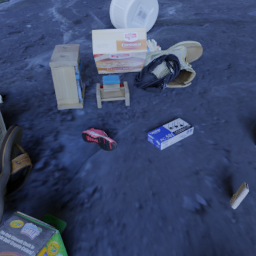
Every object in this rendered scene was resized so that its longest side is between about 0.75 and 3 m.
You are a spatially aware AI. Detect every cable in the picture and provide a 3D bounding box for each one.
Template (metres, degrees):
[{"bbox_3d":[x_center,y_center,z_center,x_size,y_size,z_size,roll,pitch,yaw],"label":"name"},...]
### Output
[{"bbox_3d":[1.036,-2.146,10.783,2.068,0.525,1.687,14,73,52],"label":"cable"}]

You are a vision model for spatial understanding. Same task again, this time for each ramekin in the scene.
[{"bbox_3d":[0.444,-6.654,16.005,2.741,2.741,1.336,-22,49,-28],"label":"ramekin"}]

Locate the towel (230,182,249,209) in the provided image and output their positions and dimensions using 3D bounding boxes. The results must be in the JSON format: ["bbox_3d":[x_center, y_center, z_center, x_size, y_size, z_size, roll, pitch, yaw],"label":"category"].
[{"bbox_3d":[2.472,1.478,6.211,0.139,0.533,0.805,35,10,17],"label":"towel"}]

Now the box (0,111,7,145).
[{"bbox_3d":[-4.920,0.167,7.674,2.720,1.291,1.057,1,35,-1],"label":"box"}]

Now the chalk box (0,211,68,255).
[{"bbox_3d":[-1.774,2.281,4.862,1.072,1.067,1.723,12,36,27],"label":"chalk box"}]

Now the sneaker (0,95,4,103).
[{"bbox_3d":[-5.040,-1.038,10.138,1.182,0.416,0.553,18,50,25],"label":"sneaker"}]

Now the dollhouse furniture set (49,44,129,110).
[{"bbox_3d":[-1.296,-1.926,10.127,2.523,1.778,1.768,-4,36,-4],"label":"dollhouse furniture set"}]

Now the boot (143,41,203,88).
[{"bbox_3d":[2.281,-2.684,11.805,2.944,1.061,2.277,-18,38,-13],"label":"boot"}]

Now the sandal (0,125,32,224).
[{"bbox_3d":[-2.709,1.042,6.653,0.775,1.160,2.838,8,32,-17],"label":"sandal"}]

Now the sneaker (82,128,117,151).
[{"bbox_3d":[-0.770,0.262,8.239,1.212,0.447,0.526,21,40,27],"label":"sneaker"}]

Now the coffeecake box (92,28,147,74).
[{"bbox_3d":[-0.316,-2.883,10.751,1.883,0.896,2.453,-3,-5,-2],"label":"coffeecake box"}]

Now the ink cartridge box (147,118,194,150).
[{"bbox_3d":[1.294,0.164,8.501,1.330,0.294,0.625,-24,41,-29],"label":"ink cartridge box"}]

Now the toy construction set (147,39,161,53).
[{"bbox_3d":[0.041,-3.854,13.172,2.950,1.359,1.934,-7,12,-22],"label":"toy construction set"}]
